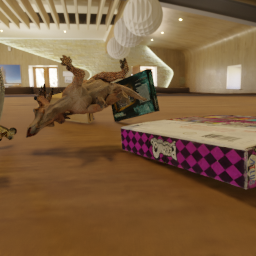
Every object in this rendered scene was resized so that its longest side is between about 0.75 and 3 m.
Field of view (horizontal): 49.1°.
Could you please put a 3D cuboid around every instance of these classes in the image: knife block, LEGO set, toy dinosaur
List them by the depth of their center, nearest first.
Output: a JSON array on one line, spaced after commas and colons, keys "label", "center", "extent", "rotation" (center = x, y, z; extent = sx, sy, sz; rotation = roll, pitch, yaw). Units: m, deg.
[{"label": "toy dinosaur", "center": [-0.727, -0.545, 4.788], "extent": [2.043, 0.877, 1.385], "rotation": [-13, -7, -38]}, {"label": "LEGO set", "center": [-3.182, -0.122, 5.171], "extent": [2.269, 0.643, 1.474], "rotation": [12, -17, 43]}, {"label": "knife block", "center": [-2.128, -0.671, 8.879], "extent": [1.995, 0.727, 2.273], "rotation": [-8, 18, -7]}]

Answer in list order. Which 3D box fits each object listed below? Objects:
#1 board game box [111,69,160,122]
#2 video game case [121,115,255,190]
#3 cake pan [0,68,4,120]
[{"label": "board game box", "center": [0.103, -0.851, 7.811], "extent": [0.236, 1.135, 1.678], "rotation": [-10, -1, -42]}, {"label": "video game case", "center": [1.456, 0.139, 4.078], "extent": [2.295, 0.453, 2.532], "rotation": [-8, 8, -28]}, {"label": "cake pan", "center": [-2.321, -0.305, 3.239], "extent": [1.898, 1.898, 0.348], "rotation": [0, -10, 0]}]
